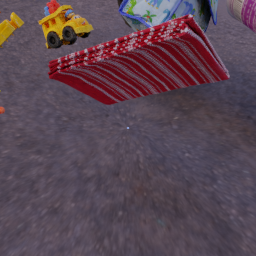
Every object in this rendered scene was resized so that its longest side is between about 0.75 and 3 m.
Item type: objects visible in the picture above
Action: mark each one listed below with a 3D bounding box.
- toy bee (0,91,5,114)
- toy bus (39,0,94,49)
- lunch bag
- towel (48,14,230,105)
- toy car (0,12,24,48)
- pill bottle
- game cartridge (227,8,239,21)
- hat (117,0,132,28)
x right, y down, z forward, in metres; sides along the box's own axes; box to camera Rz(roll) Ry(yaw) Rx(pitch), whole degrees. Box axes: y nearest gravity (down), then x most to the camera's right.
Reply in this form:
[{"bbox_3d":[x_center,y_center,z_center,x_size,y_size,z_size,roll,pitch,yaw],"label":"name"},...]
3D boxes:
[{"bbox_3d":[-1.866,-0.323,3.524,0.659,1.213,0.794,-9,31,20],"label":"toy bee"},{"bbox_3d":[-1.439,-2.381,6.253,1.057,1.015,0.717,-11,16,32],"label":"toy bus"},{"bbox_3d":[1.285,-3.016,6.604,1.543,2.060,2.422,36,97,23],"label":"lunch bag"},{"bbox_3d":[0.151,-0.824,4.255,2.325,1.682,0.261,-8,73,32],"label":"towel"},{"bbox_3d":[-2.143,-1.644,3.686,0.690,1.017,2.073,-46,43,-1],"label":"toy car"},{"bbox_3d":[3.019,-2.142,5.128,1.315,1.315,2.343,-17,53,-19],"label":"pill bottle"},{"bbox_3d":[3.019,-3.082,7.344,0.618,0.193,0.928,-19,44,-2],"label":"game cartridge"},{"bbox_3d":[0.172,-4.198,8.343,0.976,2.419,2.419,-16,43,-3],"label":"hat"}]
